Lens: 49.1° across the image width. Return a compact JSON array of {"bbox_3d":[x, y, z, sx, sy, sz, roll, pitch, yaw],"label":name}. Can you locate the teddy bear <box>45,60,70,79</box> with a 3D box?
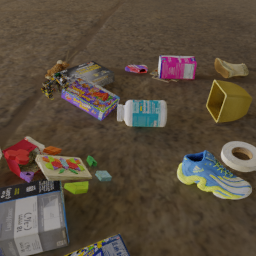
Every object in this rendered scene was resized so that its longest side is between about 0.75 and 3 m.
[{"bbox_3d":[-3.848,-3.203,15.148,1.236,0.569,1.704,-16,28,48],"label":"teddy bear"}]

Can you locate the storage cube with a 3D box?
[{"bbox_3d":[-3.466,1.038,9.338,0.897,0.997,0.853,20,42,35],"label":"storage cube"}]

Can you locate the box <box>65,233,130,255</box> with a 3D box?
[{"bbox_3d":[-1.078,3.315,6.389,2.268,0.795,0.729,-15,39,-19],"label":"box"}]

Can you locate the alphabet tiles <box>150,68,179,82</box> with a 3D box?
[{"bbox_3d":[2.259,-3.068,15.595,1.677,0.064,2.015,21,42,26],"label":"alphabet tiles"}]

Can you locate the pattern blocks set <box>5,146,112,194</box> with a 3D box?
[{"bbox_3d":[-2.003,1.199,8.661,2.845,0.231,2.501,1,25,-48],"label":"pattern blocks set"}]

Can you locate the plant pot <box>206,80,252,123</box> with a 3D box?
[{"bbox_3d":[4.399,-1.141,12.005,1.413,1.372,1.381,0,36,-9],"label":"plant pot"}]

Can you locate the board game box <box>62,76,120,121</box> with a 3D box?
[{"bbox_3d":[-1.636,-1.355,12.459,2.140,0.479,1.438,30,44,11],"label":"board game box"}]

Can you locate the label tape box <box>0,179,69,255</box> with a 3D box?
[{"bbox_3d":[-3.011,2.443,7.504,2.606,0.825,1.879,-10,35,-13],"label":"label tape box"}]

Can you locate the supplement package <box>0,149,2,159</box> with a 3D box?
[{"bbox_3d":[-4.936,1.108,9.306,0.889,0.856,1.563,-1,37,-2],"label":"supplement package"}]

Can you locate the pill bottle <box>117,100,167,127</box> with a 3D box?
[{"bbox_3d":[0.558,-0.596,11.411,1.964,1.088,1.088,1,37,1],"label":"pill bottle"}]

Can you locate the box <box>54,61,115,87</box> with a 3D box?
[{"bbox_3d":[-2.244,-2.615,14.526,2.469,0.597,1.955,-28,45,-31],"label":"box"}]

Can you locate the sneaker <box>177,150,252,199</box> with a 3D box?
[{"bbox_3d":[2.678,1.405,8.616,2.299,1.208,0.871,11,38,15],"label":"sneaker"}]

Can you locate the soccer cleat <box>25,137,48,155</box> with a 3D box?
[{"bbox_3d":[-3.384,0.703,10.272,0.521,0.466,1.344,2,20,-46],"label":"soccer cleat"}]

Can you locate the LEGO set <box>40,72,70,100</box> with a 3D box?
[{"bbox_3d":[-2.611,-1.508,10.508,1.144,0.880,0.663,-32,55,-28],"label":"LEGO set"}]

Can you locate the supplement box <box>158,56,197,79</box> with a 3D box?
[{"bbox_3d":[2.617,-3.236,14.964,1.885,0.974,0.954,2,36,0],"label":"supplement box"}]

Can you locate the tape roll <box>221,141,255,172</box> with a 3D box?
[{"bbox_3d":[4.036,0.996,9.967,1.386,0.253,1.386,0,37,0],"label":"tape roll"}]

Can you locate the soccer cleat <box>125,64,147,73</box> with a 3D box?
[{"bbox_3d":[0.458,-3.273,15.594,1.266,0.432,0.463,0,42,-3],"label":"soccer cleat"}]

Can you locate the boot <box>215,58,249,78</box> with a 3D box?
[{"bbox_3d":[5.706,-3.379,15.527,1.355,0.635,1.744,-7,38,-9],"label":"boot"}]
